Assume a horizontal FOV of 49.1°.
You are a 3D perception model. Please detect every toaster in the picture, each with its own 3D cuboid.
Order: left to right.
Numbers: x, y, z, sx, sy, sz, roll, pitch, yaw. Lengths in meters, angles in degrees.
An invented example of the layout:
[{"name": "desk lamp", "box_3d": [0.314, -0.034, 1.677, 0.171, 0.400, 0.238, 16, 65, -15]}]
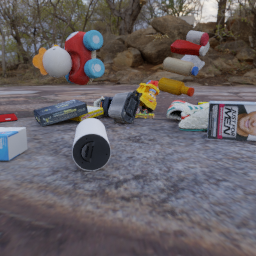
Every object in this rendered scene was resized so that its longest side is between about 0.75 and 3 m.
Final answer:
[{"name": "toaster", "box_3d": [-0.174, -0.934, 12.111, 0.998, 1.545, 0.878, 3, -22, 41]}]

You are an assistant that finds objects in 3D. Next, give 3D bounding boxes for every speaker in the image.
[{"name": "speaker", "box_3d": [-0.924, 0.330, 7.007, 0.867, 0.867, 2.135, -2, 11, -8]}]

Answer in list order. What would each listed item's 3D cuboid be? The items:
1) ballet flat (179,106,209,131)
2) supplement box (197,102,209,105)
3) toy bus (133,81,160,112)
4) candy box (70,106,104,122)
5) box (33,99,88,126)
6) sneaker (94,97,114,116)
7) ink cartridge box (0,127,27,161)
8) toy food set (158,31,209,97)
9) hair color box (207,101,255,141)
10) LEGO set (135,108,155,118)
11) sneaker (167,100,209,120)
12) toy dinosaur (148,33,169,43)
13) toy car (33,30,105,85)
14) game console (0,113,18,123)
[{"name": "ballet flat", "box_3d": [3.374, -0.395, 10.584, 2.906, 1.043, 1.043, 0, 11, 4]}, {"name": "supplement box", "box_3d": [3.912, -0.845, 13.449, 0.703, 0.708, 1.292, -2, 12, -12]}, {"name": "toy bus", "box_3d": [1.144, -1.917, 15.541, 1.237, 1.750, 1.823, 37, -2, -22]}, {"name": "candy box", "box_3d": [-2.607, -0.799, 13.728, 2.757, 0.364, 1.409, 11, 27, 44]}, {"name": "box", "box_3d": [-2.946, -0.706, 12.174, 2.049, 0.523, 1.615, -18, 20, -22]}, {"name": "sneaker", "box_3d": [-0.731, -1.011, 13.451, 1.001, 0.988, 2.520, 7, -3, -38]}, {"name": "ink cartridge box", "box_3d": [-3.615, 0.378, 7.268, 1.585, 0.664, 1.150, 0, 11, 2]}, {"name": "toy food set", "box_3d": [2.251, -2.333, 9.588, 1.255, 1.332, 2.790, 24, 56, 36]}, {"name": "hair color box", "box_3d": [3.831, -0.232, 9.068, 2.379, 1.177, 0.721, 3, 11, 15]}, {"name": "LEGO set", "box_3d": [0.584, -0.848, 13.717, 0.758, 0.614, 1.649, -7, 13, -32]}, {"name": "sneaker", "box_3d": [2.860, -0.539, 12.157, 2.500, 0.880, 1.169, 12, 38, 27]}, {"name": "toy dinosaur", "box_3d": [0.950, -3.022, 9.263, 0.766, 0.223, 0.387, 1, -16, -2]}, {"name": "toy car", "box_3d": [-2.162, -2.393, 9.470, 2.073, 1.833, 1.911, -5, 5, -37]}, {"name": "game console", "box_3d": [-5.560, -0.369, 12.673, 0.852, 0.506, 0.734, -11, 47, -44]}]
